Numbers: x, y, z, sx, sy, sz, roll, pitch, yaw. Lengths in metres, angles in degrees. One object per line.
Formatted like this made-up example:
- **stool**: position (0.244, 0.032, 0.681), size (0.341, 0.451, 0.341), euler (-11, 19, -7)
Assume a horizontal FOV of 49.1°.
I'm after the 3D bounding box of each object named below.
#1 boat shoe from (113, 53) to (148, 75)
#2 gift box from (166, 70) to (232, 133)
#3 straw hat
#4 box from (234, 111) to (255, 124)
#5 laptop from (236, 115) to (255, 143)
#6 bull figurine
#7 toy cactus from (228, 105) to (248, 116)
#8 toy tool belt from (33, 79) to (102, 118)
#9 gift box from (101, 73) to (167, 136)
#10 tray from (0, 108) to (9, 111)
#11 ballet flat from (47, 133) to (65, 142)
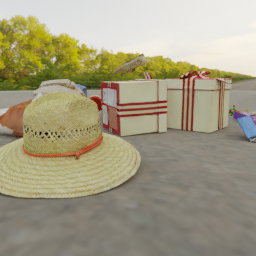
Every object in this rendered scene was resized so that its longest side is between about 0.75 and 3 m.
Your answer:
- **boat shoe**: position (0.074, -2.530, 11.639), size (1.587, 0.512, 0.565), euler (-20, 17, 34)
- **gift box**: position (2.601, -0.981, 9.685), size (2.111, 1.971, 1.948), euler (5, 11, 33)
- **straw hat**: position (-1.144, 0.011, 4.921), size (2.822, 1.194, 2.822), euler (1, 20, 0)
- **box**: position (5.150, -0.454, 11.427), size (1.181, 0.337, 1.725), euler (1, 10, 5)
- **laptop**: position (3.706, 0.036, 7.793), size (1.056, 0.612, 0.989), euler (9, 14, 42)
- **bull figurine**: position (-2.932, -0.342, 8.316), size (2.930, 0.954, 1.779), euler (15, 45, 35)
- **toy cactus**: position (5.146, -0.731, 12.981), size (0.989, 0.506, 0.816), euler (10, 20, 6)
- **toy tool belt**: position (-2.426, -1.228, 11.896), size (2.872, 1.793, 1.765), euler (1, 18, -1)
- **gift box**: position (0.215, -0.842, 9.243), size (1.893, 1.871, 2.027), euler (-6, 17, -23)
- **tray**: position (-5.467, -0.691, 12.982), size (1.437, 0.297, 2.677), euler (3, 10, 20)
- **ballet flat**: position (-1.835, 0.415, 6.040), size (0.470, 0.508, 1.441), euler (-9, 3, 20)
